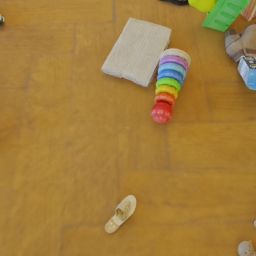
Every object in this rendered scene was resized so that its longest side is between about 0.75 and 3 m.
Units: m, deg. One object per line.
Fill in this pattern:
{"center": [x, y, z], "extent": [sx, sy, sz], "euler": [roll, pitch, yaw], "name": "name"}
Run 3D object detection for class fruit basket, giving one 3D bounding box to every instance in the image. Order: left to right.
{"center": [2.714, -3.997, 8.649], "extent": [1.815, 1.815, 1.309], "euler": [27, 66, 13], "name": "fruit basket"}

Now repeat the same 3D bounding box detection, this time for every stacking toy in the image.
{"center": [1.127, -1.097, 7.716], "extent": [0.891, 0.891, 2.088], "euler": [12, 70, 6], "name": "stacking toy"}

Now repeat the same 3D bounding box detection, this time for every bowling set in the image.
{"center": [3.366, 2.035, 5.731], "extent": [1.140, 1.478, 2.123], "euler": [35, 64, 18], "name": "bowling set"}

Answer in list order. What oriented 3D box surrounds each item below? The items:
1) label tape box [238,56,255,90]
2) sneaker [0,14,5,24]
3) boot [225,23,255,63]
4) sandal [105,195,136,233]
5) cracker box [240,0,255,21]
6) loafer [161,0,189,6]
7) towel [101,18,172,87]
{"center": [3.702, -1.497, 7.673], "extent": [1.002, 0.462, 1.398], "euler": [6, 34, 3], "name": "label tape box"}
{"center": [-4.603, -3.866, 9.215], "extent": [0.518, 0.576, 1.334], "euler": [-40, 69, -18], "name": "sneaker"}
{"center": [3.740, -2.566, 8.625], "extent": [1.591, 0.559, 1.163], "euler": [-13, 70, -6], "name": "boot"}
{"center": [-0.143, 1.934, 6.361], "extent": [0.371, 0.333, 1.012], "euler": [35, 68, 17], "name": "sandal"}
{"center": [4.690, -4.470, 9.136], "extent": [1.896, 1.270, 0.547], "euler": [-28, 66, -13], "name": "cracker box"}
{"center": [1.579, -4.581, 9.660], "extent": [1.238, 0.442, 0.452], "euler": [11, 63, 6], "name": "loafer"}
{"center": [0.319, -2.358, 8.557], "extent": [1.533, 0.399, 2.314], "euler": [20, 65, 12], "name": "towel"}
